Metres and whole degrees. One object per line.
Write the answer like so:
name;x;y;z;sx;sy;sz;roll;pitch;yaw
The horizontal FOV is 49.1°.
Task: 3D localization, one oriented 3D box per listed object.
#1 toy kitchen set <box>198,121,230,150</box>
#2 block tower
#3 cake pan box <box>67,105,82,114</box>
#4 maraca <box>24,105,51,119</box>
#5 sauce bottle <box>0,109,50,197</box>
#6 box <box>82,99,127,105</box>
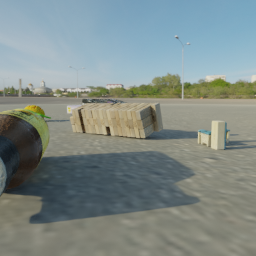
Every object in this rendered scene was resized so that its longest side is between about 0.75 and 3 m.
toy kitchen set;2.013;0.098;6.004;0.769;0.565;0.959;-1;7;-12
block tower;-0.422;-0.252;7.658;2.710;0.732;0.783;2;21;36
cake pan box;-2.536;-1.233;18.545;2.082;0.591;2.260;8;10;41
maraca;-4.010;-0.615;12.328;1.326;0.709;0.909;16;1;21
sauce bottle;-1.445;0.224;3.394;0.874;0.874;2.703;-1;6;-13
box;-1.063;-1.262;16.721;2.146;0.583;2.678;21;18;40
